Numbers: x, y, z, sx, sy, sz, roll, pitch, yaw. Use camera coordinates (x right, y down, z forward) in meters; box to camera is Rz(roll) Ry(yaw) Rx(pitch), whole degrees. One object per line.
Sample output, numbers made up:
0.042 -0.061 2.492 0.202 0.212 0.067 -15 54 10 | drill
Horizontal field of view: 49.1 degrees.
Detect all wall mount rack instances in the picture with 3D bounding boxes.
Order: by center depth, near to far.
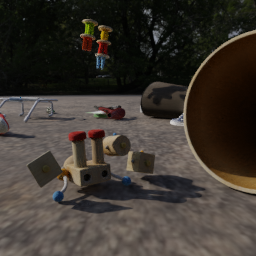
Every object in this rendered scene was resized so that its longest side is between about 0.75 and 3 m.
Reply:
-4.678 -0.854 12.566 2.829 1.055 2.458 2 5 12 | wall mount rack

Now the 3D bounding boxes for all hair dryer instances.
-0.816 -0.698 12.843 1.405 0.501 1.845 -3 13 -12 | hair dryer

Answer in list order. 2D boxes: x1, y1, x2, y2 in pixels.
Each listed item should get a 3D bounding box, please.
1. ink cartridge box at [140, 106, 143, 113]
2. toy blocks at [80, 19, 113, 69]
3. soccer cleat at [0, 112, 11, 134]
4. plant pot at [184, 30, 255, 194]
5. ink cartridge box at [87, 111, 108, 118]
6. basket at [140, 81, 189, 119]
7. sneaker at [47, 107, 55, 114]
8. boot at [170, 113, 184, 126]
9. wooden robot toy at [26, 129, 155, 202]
1.351 -1.027 15.460 1.207 0.406 0.701 7 11 36 | ink cartridge box
-1.425 -3.616 12.322 1.531 1.837 0.667 5 3 -45 | toy blocks
-4.429 -0.112 8.529 2.106 0.723 0.897 11 32 33 | soccer cleat
2.489 -0.182 4.590 2.206 2.206 2.367 8 3 44 | plant pot
-1.297 -0.625 13.171 0.870 0.287 1.196 6 12 34 | ink cartridge box
2.150 -1.188 12.721 2.400 1.632 2.164 13 32 40 | basket
-4.190 -0.964 15.401 0.416 0.361 0.938 4 7 -28 | sneaker
2.129 -0.378 10.336 0.492 0.611 1.352 -7 11 -40 | boot
-0.602 0.473 4.180 1.969 0.867 0.893 -5 -1 -35 | wooden robot toy
